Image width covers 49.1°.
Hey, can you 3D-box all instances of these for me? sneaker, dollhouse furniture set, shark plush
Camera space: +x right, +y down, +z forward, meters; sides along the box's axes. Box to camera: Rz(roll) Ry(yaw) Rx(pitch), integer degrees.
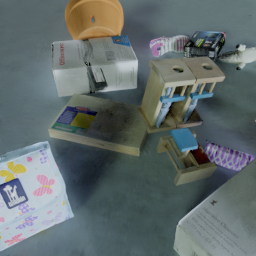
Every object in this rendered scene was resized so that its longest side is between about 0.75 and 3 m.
[{"bbox_3d":[1.777,-3.745,12.393,1.897,0.763,0.839,-14,37,-13],"label":"sneaker"},{"bbox_3d":[1.742,-0.292,7.426,1.881,1.892,2.684,-9,50,-20],"label":"dollhouse furniture set"},{"bbox_3d":[4.943,-3.163,11.773,2.215,1.006,0.923,-23,17,-16],"label":"shark plush"}]

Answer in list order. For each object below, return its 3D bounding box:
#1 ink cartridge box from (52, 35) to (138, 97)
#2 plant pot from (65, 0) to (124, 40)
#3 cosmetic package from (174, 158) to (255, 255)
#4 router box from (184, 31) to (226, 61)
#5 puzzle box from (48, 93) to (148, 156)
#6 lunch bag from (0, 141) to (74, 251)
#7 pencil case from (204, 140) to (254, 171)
[{"bbox_3d":[-1.275,-2.381,10.508,2.917,1.228,2.109,-7,43,-8],"label":"ink cartridge box"},{"bbox_3d":[-1.341,-4.110,11.732,2.514,2.514,1.759,-6,61,-6],"label":"plant pot"},{"bbox_3d":[2.502,1.980,5.887,2.824,1.146,1.593,-31,50,-28],"label":"cosmetic package"},{"bbox_3d":[3.356,-3.623,12.203,1.348,0.559,1.799,12,43,27],"label":"router box"},{"bbox_3d":[-0.772,-0.194,8.801,2.874,0.365,1.912,12,45,13],"label":"puzzle box"},{"bbox_3d":[-2.259,1.362,5.752,1.853,2.186,1.389,-20,49,-20],"label":"lunch bag"},{"bbox_3d":[2.707,0.788,7.658,1.317,0.553,0.563,21,24,19],"label":"pencil case"}]
